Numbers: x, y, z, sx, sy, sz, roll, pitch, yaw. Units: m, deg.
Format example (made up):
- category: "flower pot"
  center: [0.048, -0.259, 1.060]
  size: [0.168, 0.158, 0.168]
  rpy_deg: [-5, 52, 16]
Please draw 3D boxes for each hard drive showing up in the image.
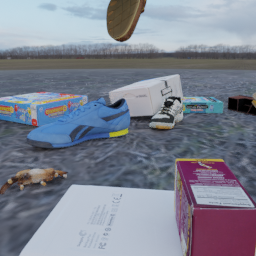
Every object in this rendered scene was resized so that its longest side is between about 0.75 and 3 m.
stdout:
- category: "hard drive"
  center: [0.311, 1.247, 3.367]
  size: [2.577, 0.327, 1.700]
  rpy_deg: [2, 15, 8]

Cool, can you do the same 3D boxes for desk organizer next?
- category: "desk organizer"
  center: [4.804, -0.903, 11.179]
  size: [0.628, 0.585, 1.632]
  rpy_deg: [-9, 17, -23]

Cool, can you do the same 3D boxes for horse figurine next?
- category: "horse figurine"
  center: [-1.622, 0.871, 4.861]
  size: [1.127, 0.281, 0.747]
  rpy_deg: [-9, 4, -11]

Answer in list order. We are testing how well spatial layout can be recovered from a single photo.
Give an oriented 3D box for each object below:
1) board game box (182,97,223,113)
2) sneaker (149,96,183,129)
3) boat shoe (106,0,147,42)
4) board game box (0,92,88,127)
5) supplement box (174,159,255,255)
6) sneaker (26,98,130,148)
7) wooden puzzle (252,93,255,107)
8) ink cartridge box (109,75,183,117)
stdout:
- category: "board game box"
  center: [2.769, -0.987, 11.714]
  size: [1.958, 0.459, 1.478]
  rpy_deg: [0, 15, 0]
- category: "sneaker"
  center: [1.257, -0.556, 9.176]
  size: [0.790, 0.916, 2.089]
  rpy_deg: [8, 18, 23]
- category: "boat shoe"
  center: [0.125, -3.221, 7.124]
  size: [0.907, 2.519, 0.851]
  rpy_deg: [-2, -22, 32]
- category: "board game box"
  center: [-3.227, -0.793, 10.437]
  size: [2.483, 0.709, 2.536]
  rpy_deg: [8, 17, 30]
- category: "supplement box"
  center: [0.813, 0.828, 2.844]
  size: [0.577, 0.731, 1.117]
  rpy_deg: [1, 16, 3]
- category: "sneaker"
  center: [-1.239, -0.220, 7.466]
  size: [2.948, 1.156, 0.972]
  rpy_deg: [-11, 20, -33]
- category: "wooden puzzle"
  center: [5.458, -0.796, 10.174]
  size: [2.464, 0.288, 1.662]
  rpy_deg: [-6, 45, -24]
- category: "ink cartridge box"
  center: [0.728, -1.220, 10.560]
  size: [1.772, 1.023, 2.427]
  rpy_deg: [-2, 18, 38]
